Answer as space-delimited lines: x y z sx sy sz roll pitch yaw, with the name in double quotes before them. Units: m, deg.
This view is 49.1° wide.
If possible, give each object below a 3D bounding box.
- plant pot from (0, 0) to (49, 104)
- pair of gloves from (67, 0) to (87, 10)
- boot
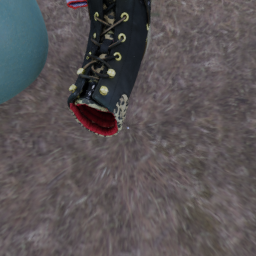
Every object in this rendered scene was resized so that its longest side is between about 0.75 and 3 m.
"plant pot" -2.465 -1.492 4.513 2.865 1.929 2.865 -1 88 29
"pair of gloves" -0.718 -2.847 5.574 1.746 0.199 1.404 -16 59 -22
"boot" -0.260 -1.324 3.941 1.003 2.779 2.099 9 62 12
